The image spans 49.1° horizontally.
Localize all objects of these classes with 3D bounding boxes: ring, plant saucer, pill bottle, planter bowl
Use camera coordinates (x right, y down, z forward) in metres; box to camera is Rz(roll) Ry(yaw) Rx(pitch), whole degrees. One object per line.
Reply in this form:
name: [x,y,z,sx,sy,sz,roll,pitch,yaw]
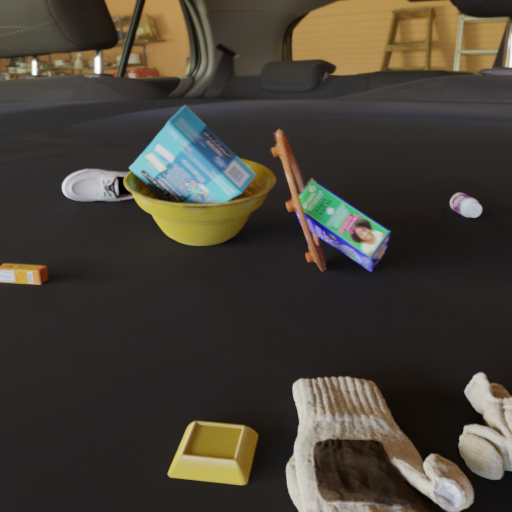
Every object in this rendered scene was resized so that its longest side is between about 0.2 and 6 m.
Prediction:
ring: [0.716,-0.920,9.581,0.241,2.513,2.513,-18,18,9]
plant saucer: [-0.386,1.792,5.248,0.730,0.177,0.730,3,19,8]
pill bottle: [4.899,-1.161,13.048,0.458,0.458,0.815,-3,20,-7]
planter bowl: [-1.097,-1.022,11.301,2.975,1.239,2.975,0,27,0]

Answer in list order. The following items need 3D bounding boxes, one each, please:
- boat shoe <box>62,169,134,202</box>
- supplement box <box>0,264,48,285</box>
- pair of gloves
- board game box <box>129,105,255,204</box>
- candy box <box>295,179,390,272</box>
boat shoe: [-3.711,-1.751,14.287,2.283,0.822,0.750,-2,14,-30]
supplement box: [-3.883,0.300,9.278,0.784,0.270,0.261,5,20,9]
pair of gloves: [1.807,1.754,4.831,3.071,0.538,2.611,3,20,5]
board game box: [-1.268,-1.591,10.519,0.533,1.715,2.272,-54,16,-28]
candy box: [1.423,-0.473,9.298,1.534,0.591,1.297,35,-3,15]
